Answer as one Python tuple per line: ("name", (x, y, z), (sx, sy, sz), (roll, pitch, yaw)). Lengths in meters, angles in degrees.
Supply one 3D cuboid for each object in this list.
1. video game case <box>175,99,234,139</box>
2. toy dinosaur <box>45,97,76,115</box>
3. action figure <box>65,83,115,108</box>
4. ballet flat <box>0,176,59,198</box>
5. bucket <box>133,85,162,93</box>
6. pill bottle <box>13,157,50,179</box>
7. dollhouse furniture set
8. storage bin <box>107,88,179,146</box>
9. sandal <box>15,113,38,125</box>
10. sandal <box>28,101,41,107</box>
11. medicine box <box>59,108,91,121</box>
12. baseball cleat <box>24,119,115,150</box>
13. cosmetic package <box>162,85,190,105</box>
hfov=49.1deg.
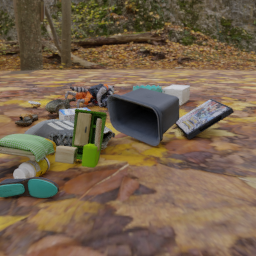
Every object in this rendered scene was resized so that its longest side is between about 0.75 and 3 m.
("video game case", (2.571, -0.369, 9.819), (1.664, 0.235, 1.841), (-32, 14, 4))
("toy dinosaur", (-3.058, -0.955, 12.331), (2.428, 0.934, 1.242), (16, 15, 38))
("action figure", (-1.681, -1.706, 14.498), (2.484, 1.343, 2.568), (-20, 24, -31))
("ballet flat", (-1.938, 1.133, 5.508), (1.224, 0.447, 0.447), (-2, 15, 0))
("bucket", (1.033, -1.719, 14.970), (1.571, 1.022, 1.571), (1, 15, 0))
("pill bottle", (-2.142, 0.921, 6.220), (0.434, 0.434, 0.781), (6, 16, 21))
("dollhouse furniture set", (-1.845, 0.075, 6.541), (2.498, 1.254, 1.637), (7, -1, -1))
("storage bin", (0.598, -0.443, 8.852), (2.069, 1.506, 1.390), (22, 40, 40))
("sandal", (-4.042, -0.413, 11.228), (0.632, 0.422, 1.546), (2, 15, 7))
("sandal", (-4.865, -1.225, 14.676), (0.423, 0.255, 1.039), (18, 5, 9))
("medicine box", (-1.974, -0.374, 10.770), (1.137, 0.585, 1.036), (-6, 16, -24))
("baseball cleat", (-1.564, 0.228, 7.926), (2.611, 0.910, 1.389), (-14, 22, -36))
("cosmetic package", (2.755, -1.912, 15.890), (1.147, 0.904, 2.131), (8, 17, 23))
